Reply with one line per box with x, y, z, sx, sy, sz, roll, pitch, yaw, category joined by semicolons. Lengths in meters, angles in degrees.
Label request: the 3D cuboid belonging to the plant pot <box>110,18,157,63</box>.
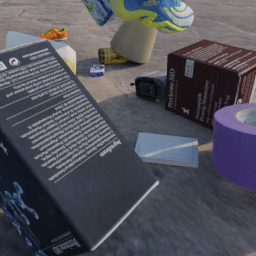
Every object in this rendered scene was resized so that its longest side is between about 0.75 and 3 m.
0.467;-4.198;12.082;1.908;2.038;1.908;19;34;-13;plant pot

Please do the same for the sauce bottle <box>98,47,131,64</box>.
-0.205;-3.289;12.460;2.196;0.725;0.725;-10;35;-12;sauce bottle

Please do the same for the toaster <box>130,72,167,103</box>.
0.920;-1.425;9.546;1.494;0.849;0.965;17;32;42;toaster

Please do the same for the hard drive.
0.988;0.538;7.197;1.575;0.210;1.039;5;34;9;hard drive

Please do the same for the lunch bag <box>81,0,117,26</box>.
-1.012;-4.628;9.279;0.860;2.087;1.678;-36;12;-22;lunch bag

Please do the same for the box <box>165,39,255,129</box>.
2.597;-1.317;8.400;1.890;1.910;2.302;-30;43;-35;box

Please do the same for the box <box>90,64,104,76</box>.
-1.265;-2.382;11.579;0.555;0.194;0.933;-2;32;-3;box

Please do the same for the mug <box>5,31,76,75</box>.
-2.945;-1.880;9.712;2.175;2.649;2.122;1;0;-15;mug

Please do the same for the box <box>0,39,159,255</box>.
-1.332;0.472;4.506;2.833;2.103;1.517;51;48;3;box

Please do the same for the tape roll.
3.255;0.305;6.077;2.745;1.166;2.745;-2;17;1;tape roll

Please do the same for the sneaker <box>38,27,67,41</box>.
-4.182;-4.970;14.967;1.904;0.734;0.695;-28;44;-33;sneaker

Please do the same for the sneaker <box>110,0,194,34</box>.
0.909;-3.110;6.971;2.568;0.972;1.349;-6;-9;-30;sneaker
